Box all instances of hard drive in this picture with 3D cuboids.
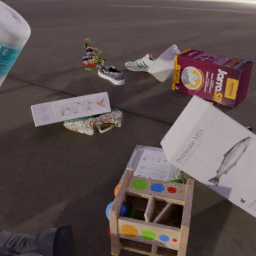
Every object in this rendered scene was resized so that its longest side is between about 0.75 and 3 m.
[{"bbox_3d":[0.671,1.249,7.414,1.502,0.407,2.150,8,33,14],"label":"hard drive"}]

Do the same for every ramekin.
[{"bbox_3d":[1.888,-3.019,13.353,0.924,1.760,1.760,47,42,1],"label":"ramekin"}]

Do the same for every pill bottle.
[{"bbox_3d":[-3.598,-1.674,6.703,1.472,2.657,1.472,35,23,-18],"label":"pill bottle"}]

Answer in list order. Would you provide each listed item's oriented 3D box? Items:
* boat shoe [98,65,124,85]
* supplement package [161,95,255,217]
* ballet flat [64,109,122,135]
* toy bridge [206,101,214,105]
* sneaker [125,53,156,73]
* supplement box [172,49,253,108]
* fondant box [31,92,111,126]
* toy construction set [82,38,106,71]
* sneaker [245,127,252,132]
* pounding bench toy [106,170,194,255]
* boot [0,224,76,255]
[{"bbox_3d":[-0.857,-2.785,13.902,0.724,0.684,2.017,-17,35,-26],"label":"boat shoe"},{"bbox_3d":[2.167,0.592,6.180,2.463,1.440,1.445,32,12,-7],"label":"supplement package"},{"bbox_3d":[-1.087,-0.130,9.459,2.075,0.663,0.785,-14,0,-22],"label":"ballet flat"},{"bbox_3d":[3.058,-1.055,11.549,0.915,0.125,0.308,8,31,12],"label":"toy bridge"},{"bbox_3d":[0.860,-3.495,14.793,2.125,0.993,0.748,13,33,19],"label":"sneaker"},{"bbox_3d":[3.489,-2.179,11.923,2.991,1.651,1.281,24,40,35],"label":"supplement box"},{"bbox_3d":[-1.952,-0.678,9.585,2.417,0.704,1.744,-13,8,-12],"label":"fondant box"},{"bbox_3d":[-1.723,-3.793,15.311,1.296,1.407,1.687,3,49,-19],"label":"toy construction set"},{"bbox_3d":[3.790,0.132,9.464,0.786,0.316,0.339,-8,15,-22],"label":"sneaker"},{"bbox_3d":[0.523,1.600,5.969,1.591,1.267,2.040,8,32,13],"label":"pounding bench toy"},{"bbox_3d":[-1.802,2.722,4.667,1.667,0.883,2.532,-6,20,-4],"label":"boot"}]
